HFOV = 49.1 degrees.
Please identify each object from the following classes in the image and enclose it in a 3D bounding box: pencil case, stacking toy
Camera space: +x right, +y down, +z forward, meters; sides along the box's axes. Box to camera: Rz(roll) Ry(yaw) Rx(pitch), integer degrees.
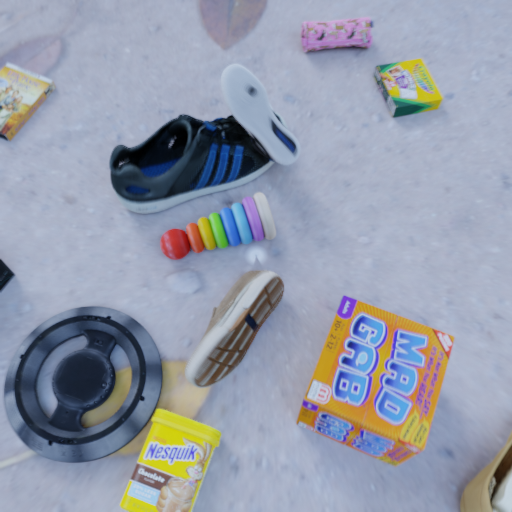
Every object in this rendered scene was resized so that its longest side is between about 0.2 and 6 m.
[{"bbox_3d":[1.699,-4.710,11.950,1.546,0.669,0.640,-4,98,-2],"label":"pencil case"},{"bbox_3d":[-0.699,-0.435,9.693,1.975,0.843,0.843,-17,63,-1],"label":"stacking toy"}]

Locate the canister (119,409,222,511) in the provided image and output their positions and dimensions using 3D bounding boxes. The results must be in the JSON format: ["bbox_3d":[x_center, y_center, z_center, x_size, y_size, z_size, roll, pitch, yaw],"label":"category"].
[{"bbox_3d":[-1.202,3.020,7.931,1.030,0.600,1.387,17,65,9],"label":"canister"}]

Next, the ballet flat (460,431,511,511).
[{"bbox_3d":[4.028,2.785,7.865,0.991,0.910,2.888,41,69,17],"label":"ballet flat"}]

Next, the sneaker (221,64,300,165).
[{"bbox_3d":[-0.054,-2.345,9.624,0.687,1.051,1.880,-38,106,-5],"label":"sneaker"}]

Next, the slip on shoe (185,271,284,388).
[{"bbox_3d":[-0.434,1.081,8.865,0.674,0.845,2.223,19,62,38],"label":"slip on shoe"}]

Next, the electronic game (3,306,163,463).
[{"bbox_3d":[-2.623,1.901,8.553,2.380,0.495,2.380,1,64,-2],"label":"electronic game"}]

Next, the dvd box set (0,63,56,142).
[{"bbox_3d":[-5.008,-3.123,11.331,1.170,0.235,1.599,24,65,11],"label":"dvd box set"}]

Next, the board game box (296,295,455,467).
[{"bbox_3d":[1.626,1.817,7.974,1.601,1.602,1.600,21,64,11],"label":"board game box"}]

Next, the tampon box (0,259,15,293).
[{"bbox_3d":[-4.956,0.237,9.237,1.331,0.840,0.997,25,65,12],"label":"tampon box"}]

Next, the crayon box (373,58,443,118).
[{"bbox_3d":[3.088,-3.441,11.434,1.020,0.344,1.182,-13,63,-7],"label":"crayon box"}]

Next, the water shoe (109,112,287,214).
[{"bbox_3d":[-0.892,-1.878,10.015,3.508,1.384,1.254,-29,67,-15],"label":"water shoe"}]
